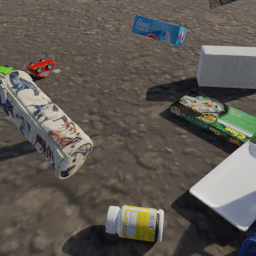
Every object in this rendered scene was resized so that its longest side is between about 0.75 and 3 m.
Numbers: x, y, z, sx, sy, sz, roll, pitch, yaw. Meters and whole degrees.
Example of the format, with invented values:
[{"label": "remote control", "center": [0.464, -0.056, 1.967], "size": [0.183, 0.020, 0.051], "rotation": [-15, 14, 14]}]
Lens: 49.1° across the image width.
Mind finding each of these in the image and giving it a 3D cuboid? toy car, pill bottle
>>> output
[{"label": "toy car", "center": [-4.162, -1.911, 10.322], "size": [2.358, 0.559, 2.506], "rotation": [7, 37, 10]}, {"label": "pill bottle", "center": [0.136, 1.814, 5.373], "size": [1.049, 0.599, 0.599], "rotation": [5, 38, 7]}]

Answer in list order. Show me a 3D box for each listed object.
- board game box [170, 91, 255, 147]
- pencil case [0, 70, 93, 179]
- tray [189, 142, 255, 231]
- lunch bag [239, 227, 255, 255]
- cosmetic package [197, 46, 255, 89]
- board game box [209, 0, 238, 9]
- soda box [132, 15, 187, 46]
[{"label": "board game box", "center": [2.666, -0.352, 8.497], "size": [1.345, 0.301, 2.568], "rotation": [-27, 45, -34]}, {"label": "pencil case", "center": [-1.175, -0.067, 3.815], "size": [1.668, 0.649, 0.746], "rotation": [44, 14, 18]}, {"label": "tray", "center": [2.672, 1.241, 6.394], "size": [2.518, 0.279, 1.352], "rotation": [-29, 45, -32]}, {"label": "lunch bag", "center": [2.830, 2.191, 4.283], "size": [1.271, 1.305, 1.920], "rotation": [-29, 46, -32]}, {"label": "cosmetic package", "center": [3.856, -2.184, 10.087], "size": [2.510, 1.273, 0.894], "rotation": [4, 37, 4]}, {"label": "board game box", "center": [2.493, -3.866, 7.380], "size": [0.819, 1.209, 0.209], "rotation": [-12, 45, 16]}, {"label": "soda box", "center": [0.524, -1.670, 4.794], "size": [0.897, 0.304, 0.288], "rotation": [27, 22, 28]}]
